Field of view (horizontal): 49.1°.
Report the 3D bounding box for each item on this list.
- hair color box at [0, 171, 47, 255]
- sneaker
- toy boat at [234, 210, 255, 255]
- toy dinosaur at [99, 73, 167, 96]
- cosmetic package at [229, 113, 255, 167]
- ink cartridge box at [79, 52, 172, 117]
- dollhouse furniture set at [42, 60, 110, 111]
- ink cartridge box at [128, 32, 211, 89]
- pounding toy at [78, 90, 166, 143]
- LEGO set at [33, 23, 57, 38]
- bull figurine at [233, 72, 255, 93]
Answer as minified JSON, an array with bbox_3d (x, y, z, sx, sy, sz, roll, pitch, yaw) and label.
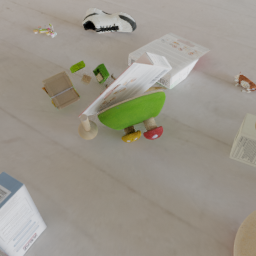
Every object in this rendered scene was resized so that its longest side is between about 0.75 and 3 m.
[{"bbox_3d":[-2.426,1.906,5.788,0.608,2.005,0.993,24,53,20],"label":"hair color box"},{"bbox_3d":[-0.857,-4.571,12.483,2.563,0.945,1.025,15,63,19],"label":"sneaker"},{"bbox_3d":[3.622,2.767,5.336,1.941,1.938,2.970,18,13,-44],"label":"toy boat"},{"bbox_3d":[0.084,-1.393,9.829,2.327,0.677,1.177,-11,66,-10],"label":"toy dinosaur"},{"bbox_3d":[4.106,0.597,7.509,2.336,1.229,0.830,21,52,16],"label":"cosmetic package"},{"bbox_3d":[-0.154,-1.206,7.955,2.054,2.332,0.521,-10,66,-55],"label":"ink cartridge box"},{"bbox_3d":[-1.772,-1.497,9.531,2.228,0.860,1.113,-32,96,-19],"label":"dollhouse furniture set"},{"bbox_3d":[1.626,-2.733,10.950,2.085,0.649,2.590,35,52,27],"label":"ink cartridge box"},{"bbox_3d":[-0.002,-0.059,7.913,2.625,2.026,1.218,-20,88,-14],"label":"pounding toy"},{"bbox_3d":[-3.690,-4.433,12.528,1.161,0.432,0.534,19,51,16],"label":"LEGO set"},{"bbox_3d":[4.170,-1.640,10.105,0.607,0.326,1.000,-28,53,-21],"label":"bull figurine"}]
